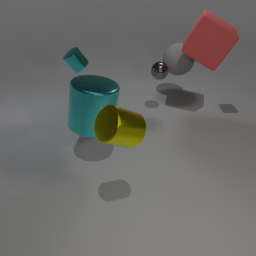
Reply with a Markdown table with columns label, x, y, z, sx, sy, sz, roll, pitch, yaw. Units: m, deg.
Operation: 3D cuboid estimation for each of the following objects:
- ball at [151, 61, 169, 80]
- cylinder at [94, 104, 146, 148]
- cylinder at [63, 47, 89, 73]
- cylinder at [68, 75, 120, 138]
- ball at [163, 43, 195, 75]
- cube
| label | x | y | z | sx | sy | sz | roll | pitch | yaw |
| --- | --- | --- | --- | --- | --- | --- | --- | --- | --- |
| ball | 1.234 | -2.229 | 10.892 | 0.700 | 0.700 | 0.700 | 0 | 32 | 0 |
| cylinder | -0.144 | -0.015 | 5.140 | 0.700 | 0.700 | 0.700 | 15 | 17 | -42 |
| cylinder | -1.955 | -2.550 | 10.523 | 0.700 | 0.700 | 0.700 | -27 | 36 | 21 |
| cylinder | -1.017 | -0.652 | 8.165 | 1.400 | 1.400 | 1.400 | 8 | 29 | -4 |
| ball | 2.244 | -3.040 | 12.411 | 1.400 | 1.400 | 1.400 | 0 | 32 | 0 |
| cube | 2.938 | -3.179 | 10.122 | 1.400 | 1.400 | 1.400 | 30 | 34 | -4 |
